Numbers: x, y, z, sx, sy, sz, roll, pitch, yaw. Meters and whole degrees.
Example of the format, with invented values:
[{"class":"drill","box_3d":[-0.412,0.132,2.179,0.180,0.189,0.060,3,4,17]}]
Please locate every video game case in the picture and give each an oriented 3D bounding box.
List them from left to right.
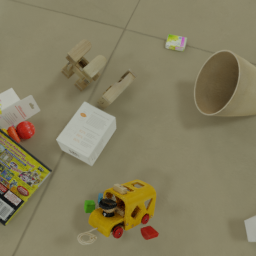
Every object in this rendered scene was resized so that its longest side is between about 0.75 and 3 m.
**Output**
[{"class":"video game case","box_3d":[-4.560,1.646,9.990,2.689,0.343,2.430,41,69,-6]}]

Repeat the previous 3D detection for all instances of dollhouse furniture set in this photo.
[{"class":"dollhouse furniture set","box_3d":[-1.216,-2.345,11.536,2.569,2.252,1.707,45,71,-9]}]

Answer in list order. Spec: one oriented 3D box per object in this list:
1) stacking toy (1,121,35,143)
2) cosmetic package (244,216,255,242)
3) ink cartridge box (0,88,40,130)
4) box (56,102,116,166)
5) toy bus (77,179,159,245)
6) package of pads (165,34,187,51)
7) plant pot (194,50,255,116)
[{"class":"stacking toy","box_3d":[-4.882,0.501,10.777,2.645,1.129,1.129,-24,66,-16]},{"class":"cosmetic package","box_3d":[5.158,3.334,9.298,2.111,1.071,0.752,-1,63,-1]},{"class":"ink cartridge box","box_3d":[-4.828,-0.671,11.131,2.302,1.325,0.781,-32,68,-15]},{"class":"box","box_3d":[-1.545,0.221,10.858,1.461,1.020,1.919,28,67,13]},{"class":"toy bus","box_3d":[-0.244,2.441,8.889,2.373,2.515,1.300,5,103,-3]},{"class":"package of pads","box_3d":[2.296,-4.059,13.383,0.925,0.316,0.715,13,63,7]},{"class":"plant pot","box_3d":[4.437,-1.450,11.034,2.661,2.493,2.493,12,61,-23]}]
